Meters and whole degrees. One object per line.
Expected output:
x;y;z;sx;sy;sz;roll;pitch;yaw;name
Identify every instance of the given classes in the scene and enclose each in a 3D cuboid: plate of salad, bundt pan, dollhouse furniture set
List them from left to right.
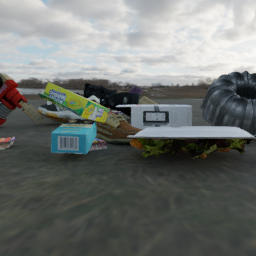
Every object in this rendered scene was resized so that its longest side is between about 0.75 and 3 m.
0.857;-1.029;17.658;2.421;1.918;1.718;36;-12;40;dollhouse furniture set
1.274;0.300;5.673;2.596;0.623;2.596;0;-2;0;plate of salad
3.355;-0.814;7.992;2.446;0.918;2.446;-3;44;3;bundt pan

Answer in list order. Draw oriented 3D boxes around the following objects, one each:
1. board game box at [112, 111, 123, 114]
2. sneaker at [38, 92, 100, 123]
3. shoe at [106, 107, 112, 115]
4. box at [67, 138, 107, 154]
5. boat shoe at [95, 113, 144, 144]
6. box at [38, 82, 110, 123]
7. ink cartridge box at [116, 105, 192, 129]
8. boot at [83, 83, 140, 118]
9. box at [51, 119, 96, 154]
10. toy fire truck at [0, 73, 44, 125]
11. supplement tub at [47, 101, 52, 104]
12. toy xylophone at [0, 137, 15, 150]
-0.652;-0.930;16.922;0.677;0.182;1.128;4;7;-3;board game box
-2.312;-0.830;11.227;2.754;1.207;1.041;6;-13;21;sneaker
-0.783;-0.541;11.822;0.537;0.684;1.504;3;8;24;shoe
-1.081;0.396;6.519;0.986;0.197;0.675;-5;9;-36;box
-0.411;-0.021;7.560;2.024;0.747;0.766;6;9;38;boat shoe
-1.139;-0.542;6.210;1.012;0.417;1.724;25;5;13;box
0.885;-0.398;9.977;2.533;0.859;1.469;1;6;4;ink cartridge box
-0.715;-1.191;12.590;2.381;1.075;2.905;10;-4;2;boot
-1.119;0.138;6.123;0.698;0.417;1.697;2;11;-1;box
-4.530;-0.689;10.585;2.242;1.973;1.442;41;4;-6;toy fire truck
-3.491;-1.287;14.938;1.355;1.355;1.931;-1;7;-6;supplement tub
-3.149;0.368;6.674;0.859;0.216;0.629;-3;9;-21;toy xylophone
